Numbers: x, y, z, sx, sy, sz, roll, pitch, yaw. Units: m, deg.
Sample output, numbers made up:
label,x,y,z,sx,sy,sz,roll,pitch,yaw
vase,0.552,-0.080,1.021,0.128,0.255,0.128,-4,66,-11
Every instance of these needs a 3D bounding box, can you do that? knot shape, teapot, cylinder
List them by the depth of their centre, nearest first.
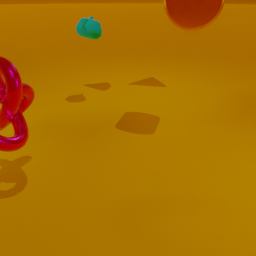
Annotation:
label,x,y,z,sx,sy,sz,roll,pitch,yaw
knot shape,-1.909,-0.447,4.388,0.661,1.338,1.430,1,29,-7
cylinder,1.310,-2.501,5.500,1.083,1.083,1.083,7,22,13
teapot,-1.078,-2.867,7.981,0.747,0.588,1.202,14,8,9
